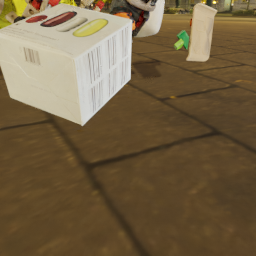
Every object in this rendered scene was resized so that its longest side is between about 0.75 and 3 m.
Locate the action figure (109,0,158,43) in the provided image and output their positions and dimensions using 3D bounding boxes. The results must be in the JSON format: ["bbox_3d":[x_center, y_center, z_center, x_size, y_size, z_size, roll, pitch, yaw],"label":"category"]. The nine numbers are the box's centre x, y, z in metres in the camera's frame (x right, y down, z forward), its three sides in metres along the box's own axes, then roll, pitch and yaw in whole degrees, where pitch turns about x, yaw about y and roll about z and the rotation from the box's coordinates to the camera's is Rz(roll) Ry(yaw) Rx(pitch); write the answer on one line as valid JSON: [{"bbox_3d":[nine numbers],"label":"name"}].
[{"bbox_3d":[-0.016,-3.224,7.414,1.417,2.709,2.621,25,63,-12],"label":"action figure"}]

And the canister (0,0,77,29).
[{"bbox_3d":[-2.376,-2.883,7.942,2.042,1.190,2.749,-29,5,-1],"label":"canister"}]

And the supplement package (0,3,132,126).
[{"bbox_3d":[-0.954,-1.139,4.633,1.523,1.171,1.593,21,44,20],"label":"supplement package"}]

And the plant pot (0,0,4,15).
[{"bbox_3d":[-3.532,-2.651,5.413,1.888,2.176,2.176,15,29,31],"label":"plant pot"}]

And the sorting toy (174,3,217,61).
[{"bbox_3d":[1.751,-2.465,7.297,0.279,1.401,1.896,19,21,34],"label":"sorting toy"}]

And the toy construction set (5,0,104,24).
[{"bbox_3d":[-1.629,-2.462,5.913,1.863,1.432,1.554,18,42,-36],"label":"toy construction set"}]

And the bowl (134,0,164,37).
[{"bbox_3d":[0.453,-3.729,9.129,1.390,1.388,0.519,9,1,40],"label":"bowl"}]
